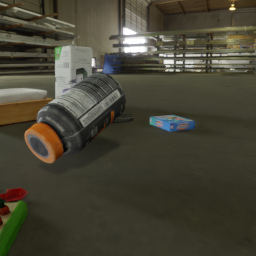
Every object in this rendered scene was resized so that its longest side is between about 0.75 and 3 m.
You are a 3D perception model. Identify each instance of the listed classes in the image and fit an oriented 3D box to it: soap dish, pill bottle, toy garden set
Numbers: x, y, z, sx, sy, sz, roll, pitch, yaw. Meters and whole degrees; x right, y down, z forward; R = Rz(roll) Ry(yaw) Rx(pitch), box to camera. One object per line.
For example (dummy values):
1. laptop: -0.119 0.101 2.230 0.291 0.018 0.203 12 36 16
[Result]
1. soap dish: -4.140 -0.744 9.521 1.987 1.026 2.526 12 17 41
2. pill bottle: -0.962 -0.194 5.257 1.037 1.037 1.952 9 39 35
3. toy garden set: -2.450 0.953 3.538 2.262 0.451 1.885 -1 13 -4

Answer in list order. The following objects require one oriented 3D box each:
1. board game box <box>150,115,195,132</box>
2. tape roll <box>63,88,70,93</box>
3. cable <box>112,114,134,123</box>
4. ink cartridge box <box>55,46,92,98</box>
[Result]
1. board game box: 1.352 -0.168 8.718 0.898 0.266 1.181 -6 15 -24
2. tape roll: -1.445 -1.084 11.148 2.234 0.949 2.234 1 13 0
3. cable: -0.601 -0.372 9.103 1.940 0.488 0.942 -6 15 -25
4. ink cartridge box: -2.600 -2.431 13.206 1.113 2.648 1.932 -6 14 -35
